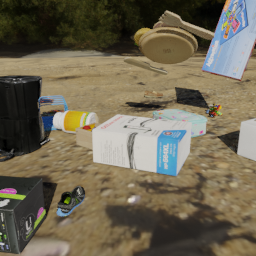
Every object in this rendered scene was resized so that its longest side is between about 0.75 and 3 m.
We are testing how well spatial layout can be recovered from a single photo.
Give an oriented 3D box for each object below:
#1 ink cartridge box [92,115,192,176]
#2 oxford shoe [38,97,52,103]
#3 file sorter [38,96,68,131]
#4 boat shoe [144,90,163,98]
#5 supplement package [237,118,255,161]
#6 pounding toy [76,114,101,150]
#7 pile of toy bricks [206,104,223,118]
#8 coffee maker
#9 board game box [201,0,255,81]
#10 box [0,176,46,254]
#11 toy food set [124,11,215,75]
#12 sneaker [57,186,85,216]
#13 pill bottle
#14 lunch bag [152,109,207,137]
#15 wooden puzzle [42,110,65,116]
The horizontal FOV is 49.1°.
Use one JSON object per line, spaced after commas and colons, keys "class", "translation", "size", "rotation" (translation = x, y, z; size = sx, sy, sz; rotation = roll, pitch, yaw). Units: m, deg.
{"class": "ink cartridge box", "translation": [0.417, 0.374, 7.754], "size": [2.357, 0.994, 1.721], "rotation": [7, 19, 21]}
{"class": "oxford shoe", "translation": [-4.400, -1.420, 14.489], "size": [1.030, 0.366, 0.373], "rotation": [9, 49, 17]}
{"class": "file sorter", "translation": [-2.891, -0.617, 10.830], "size": [1.116, 0.987, 1.608], "rotation": [-5, 18, -16]}
{"class": "boat shoe", "translation": [1.452, -1.938, 15.811], "size": [1.075, 0.397, 0.407], "rotation": [-1, 18, -3]}
{"class": "supplement package", "translation": [4.187, 0.268, 8.040], "size": [1.846, 1.011, 1.050], "rotation": [-12, 22, -32]}
{"class": "pounding toy", "translation": [-1.036, 0.098, 8.962], "size": [1.004, 0.775, 1.091], "rotation": [14, 23, 35]}
{"class": "pile of toy bricks", "translation": [3.786, -0.683, 11.965], "size": [0.541, 0.607, 1.095], "rotation": [28, 1, -3]}
{"class": "coffee maker", "translation": [-3.250, -0.403, 8.224], "size": [1.469, 2.181, 2.095], "rotation": [-2, 18, -3]}
{"class": "board game box", "translation": [3.917, -3.309, 10.291], "size": [1.498, 2.909, 0.283], "rotation": [21, 5, 24]}
{"class": "box", "translation": [-2.276, 1.416, 4.795], "size": [1.377, 0.856, 1.023], "rotation": [2, 18, 8]}
{"class": "toy food set", "translation": [1.154, -2.586, 8.479], "size": [1.901, 0.553, 2.754], "rotation": [14, -19, -21]}
{"class": "sneaker", "translation": [-1.129, 1.403, 5.617], "size": [0.314, 0.367, 0.887], "rotation": [7, 20, 17]}
{"class": "pill bottle", "translation": [-1.841, -0.198, 9.807], "size": [1.447, 0.804, 0.804], "rotation": [6, 19, 19]}
{"class": "lunch bag", "translation": [1.811, -0.221, 10.036], "size": [1.491, 0.717, 1.860], "rotation": [-9, 20, -26]}
{"class": "wooden puzzle", "translation": [-3.158, -0.649, 12.361], "size": [1.272, 0.089, 0.754], "rotation": [3, 18, 10]}
